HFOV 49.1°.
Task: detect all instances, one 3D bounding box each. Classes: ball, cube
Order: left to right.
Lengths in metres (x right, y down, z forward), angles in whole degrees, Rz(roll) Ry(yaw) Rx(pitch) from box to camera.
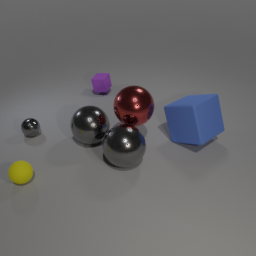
[{"bbox_3d":[-3.238,1.337,8.458,0.700,0.700,0.700,0,33,0],"label":"ball"},{"bbox_3d":[-3.679,-0.030,10.584,0.700,0.700,0.700,0,33,0],"label":"ball"},{"bbox_3d":[-1.360,-0.110,10.060,1.400,1.400,1.400,0,33,0],"label":"ball"},{"bbox_3d":[-1.272,-2.192,13.523,0.700,0.700,0.700,3,35,20],"label":"cube"},{"bbox_3d":[-0.116,0.569,9.033,1.400,1.400,1.400,0,33,0],"label":"ball"},{"bbox_3d":[0.200,-0.746,9.544,1.400,1.400,1.400,0,33,0],"label":"ball"},{"bbox_3d":[2.373,-0.336,10.044,1.400,1.400,1.400,-26,18,-34],"label":"cube"}]
